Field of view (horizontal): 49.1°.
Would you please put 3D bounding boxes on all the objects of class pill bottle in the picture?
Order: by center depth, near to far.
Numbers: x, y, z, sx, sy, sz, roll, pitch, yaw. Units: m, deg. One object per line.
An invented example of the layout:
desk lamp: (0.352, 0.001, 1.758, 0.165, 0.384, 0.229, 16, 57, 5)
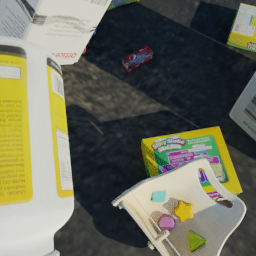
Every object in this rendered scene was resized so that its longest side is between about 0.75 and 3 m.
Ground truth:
pill bottle: (-1.425, 0.448, 3.241, 1.495, 1.495, 2.670, -7, 76, -4)

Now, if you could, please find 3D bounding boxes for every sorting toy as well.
sorting toy: (1.150, 1.645, 5.489, 1.936, 1.149, 2.150, -39, 82, 5)

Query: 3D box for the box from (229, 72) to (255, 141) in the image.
box: (4.464, -0.633, 6.140, 2.472, 2.871, 2.886, -35, 68, -16)

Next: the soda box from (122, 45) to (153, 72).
soda box: (0.281, -2.067, 8.331, 0.932, 0.295, 0.326, -32, 68, -16)

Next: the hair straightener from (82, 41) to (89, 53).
hair straightener: (-2.260, -2.756, 8.717, 2.213, 0.453, 0.852, 6, 41, 10)

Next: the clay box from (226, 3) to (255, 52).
clay box: (4.454, -2.892, 8.590, 2.469, 0.588, 1.419, 20, 64, 10)

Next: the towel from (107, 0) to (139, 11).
towel: (-0.292, -4.545, 9.708, 1.273, 0.145, 0.914, -22, 65, -10)

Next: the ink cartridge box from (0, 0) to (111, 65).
ink cartridge box: (-1.428, -2.647, 5.797, 1.080, 2.579, 1.871, 47, 32, 13)

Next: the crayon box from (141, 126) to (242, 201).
crayon box: (1.416, 0.939, 6.621, 1.937, 0.564, 1.671, -9, 62, -4)

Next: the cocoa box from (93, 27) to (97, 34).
cocoa box: (-2.040, -3.704, 8.328, 2.188, 1.459, 1.436, -2, 41, -1)
